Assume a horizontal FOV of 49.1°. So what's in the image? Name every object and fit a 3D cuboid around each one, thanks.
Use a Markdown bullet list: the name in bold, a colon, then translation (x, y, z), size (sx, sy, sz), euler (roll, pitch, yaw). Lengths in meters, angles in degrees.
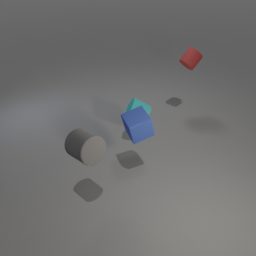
- **cube**: translation (0.287, -0.095, 8.230), size (0.700, 0.700, 0.700), euler (-24, 44, -7)
- **cylinder**: translation (0.362, -0.621, 10.039), size (0.700, 0.700, 0.700), euler (26, 29, -14)
- **cylinder**: translation (2.622, -2.883, 11.668), size (0.700, 0.700, 0.700), euler (38, 6, -4)
- **cylinder**: translation (-0.987, 0.428, 6.454), size (0.700, 0.700, 0.700), euler (-26, 32, -35)
